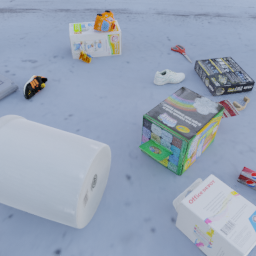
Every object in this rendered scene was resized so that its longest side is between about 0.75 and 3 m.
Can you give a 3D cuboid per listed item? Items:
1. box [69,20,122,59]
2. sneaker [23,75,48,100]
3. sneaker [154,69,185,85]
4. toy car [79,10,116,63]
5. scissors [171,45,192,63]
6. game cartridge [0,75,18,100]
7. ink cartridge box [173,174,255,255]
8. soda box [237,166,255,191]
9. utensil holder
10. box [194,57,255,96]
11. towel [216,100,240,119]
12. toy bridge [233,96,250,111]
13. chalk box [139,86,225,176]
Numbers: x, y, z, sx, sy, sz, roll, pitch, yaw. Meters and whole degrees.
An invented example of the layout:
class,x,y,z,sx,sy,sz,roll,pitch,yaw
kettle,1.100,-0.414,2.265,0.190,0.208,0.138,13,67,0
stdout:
class,x,y,z,sx,sy,sz,roll,pitch,yaw
box,-1.686,-4.616,14.578,2.582,1.309,1.452,-6,45,-7
sneaker,-3.984,-1.799,12.151,0.705,0.548,1.567,1,41,5
sneaker,1.918,-2.348,12.712,1.508,0.604,0.530,-11,43,-14
toy car,-1.379,-4.450,13.975,0.893,2.683,1.316,34,28,10
scissors,2.995,-3.927,14.715,0.701,0.133,1.916,-20,45,-23
game cartridge,-6.370,-1.839,12.255,2.672,0.546,1.779,26,45,25
ink cartridge box,2.264,2.345,7.208,1.310,1.276,2.038,-31,51,-28
soda box,4.017,1.677,8.551,1.200,0.420,0.380,27,49,26
utensil holder,-2.192,1.151,7.675,2.899,2.464,2.464,14,45,12
box,4.334,-2.422,12.805,1.863,0.568,2.312,-7,44,-10
towel,3.512,-0.662,10.406,0.769,1.067,0.121,45,66,-15
toy bridge,4.492,-0.909,11.470,1.387,0.189,0.466,-22,49,-22
chalk box,1.556,0.219,9.177,1.732,1.723,2.783,34,54,29
